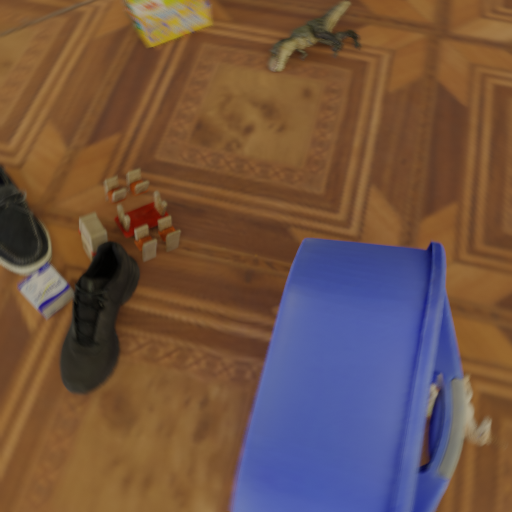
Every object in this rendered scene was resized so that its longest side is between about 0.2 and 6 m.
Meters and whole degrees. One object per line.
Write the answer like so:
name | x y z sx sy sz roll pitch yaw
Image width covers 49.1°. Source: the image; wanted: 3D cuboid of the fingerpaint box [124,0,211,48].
fingerpaint box | -1.749 -4.851 11.063 1.353 0.496 1.129 -27 65 -13

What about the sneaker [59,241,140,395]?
sneaker | -2.282 0.787 7.815 0.843 1.007 2.220 6 64 3

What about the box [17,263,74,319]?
box | -3.110 0.516 8.331 0.610 0.320 0.561 40 69 19

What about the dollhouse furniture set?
dollhouse furniture set | -2.041 -0.482 8.785 1.371 0.714 1.386 -25 65 -25

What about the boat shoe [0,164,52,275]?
boat shoe | -3.968 -0.693 8.747 0.881 0.735 2.362 -29 68 -17

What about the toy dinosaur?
toy dinosaur | 1.354 -4.251 10.739 1.113 0.599 2.525 37 65 25

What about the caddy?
caddy | 1.233 1.687 6.260 2.094 2.820 3.988 11 71 13

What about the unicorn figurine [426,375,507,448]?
unicorn figurine | 2.660 2.012 7.515 1.262 0.466 0.867 6 71 14
